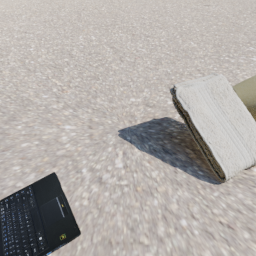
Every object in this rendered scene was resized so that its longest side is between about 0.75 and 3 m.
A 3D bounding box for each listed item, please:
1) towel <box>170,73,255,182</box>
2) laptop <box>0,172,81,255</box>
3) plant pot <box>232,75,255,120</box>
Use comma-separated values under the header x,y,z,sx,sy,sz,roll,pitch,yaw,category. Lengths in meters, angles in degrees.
x,y,z,sx,sy,sz,roll,pitch,yaw,category
2.364,-0.176,7.113,1.804,0.469,2.722,-19,69,-23,towel
-2.297,1.432,4.803,2.295,1.185,2.034,-27,32,-14,laptop
3.921,-0.886,8.212,1.822,1.706,1.706,-9,35,-3,plant pot
